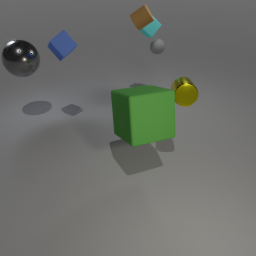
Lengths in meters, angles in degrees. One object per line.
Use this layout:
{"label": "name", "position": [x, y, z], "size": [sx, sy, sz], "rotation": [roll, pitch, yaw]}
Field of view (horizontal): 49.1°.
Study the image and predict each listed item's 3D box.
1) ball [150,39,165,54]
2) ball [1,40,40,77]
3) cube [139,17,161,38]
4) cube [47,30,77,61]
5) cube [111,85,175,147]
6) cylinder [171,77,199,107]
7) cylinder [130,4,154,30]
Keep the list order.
{"label": "ball", "position": [1.371, -3.790, 13.048], "size": [0.700, 0.700, 0.700], "rotation": [0, 31, 0]}
{"label": "ball", "position": [-4.132, -2.683, 10.841], "size": [1.400, 1.400, 1.400], "rotation": [0, 31, 0]}
{"label": "cube", "position": [0.902, -4.491, 12.334], "size": [0.700, 0.700, 0.700], "rotation": [36, 6, -24]}
{"label": "cube", "position": [-2.368, -2.955, 10.067], "size": [0.700, 0.700, 0.700], "rotation": [-46, 17, -16]}
{"label": "cube", "position": [0.428, -0.423, 8.216], "size": [1.400, 1.400, 1.400], "rotation": [-11, 18, -22]}
{"label": "cylinder", "position": [1.644, -1.063, 8.182], "size": [0.700, 0.700, 0.700], "rotation": [1, 27, 1]}
{"label": "cylinder", "position": [0.547, -4.295, 10.900], "size": [0.700, 0.700, 0.700], "rotation": [-29, 25, 19]}
